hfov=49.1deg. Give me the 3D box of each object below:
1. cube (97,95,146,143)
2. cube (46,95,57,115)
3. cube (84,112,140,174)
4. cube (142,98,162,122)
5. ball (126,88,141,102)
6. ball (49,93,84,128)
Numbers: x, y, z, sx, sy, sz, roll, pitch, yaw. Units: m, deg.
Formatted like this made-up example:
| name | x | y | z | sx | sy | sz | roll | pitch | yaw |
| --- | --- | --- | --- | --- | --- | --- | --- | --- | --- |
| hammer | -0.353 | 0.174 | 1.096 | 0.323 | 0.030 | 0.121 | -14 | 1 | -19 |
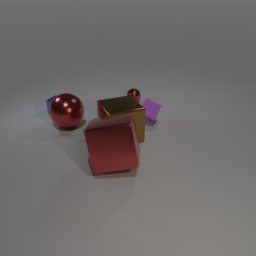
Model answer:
| name | x | y | z | sx | sy | sz | roll | pitch | yaw |
| --- | --- | --- | --- | --- | --- | --- | --- | --- | --- |
| cube | -0.271 | -0.259 | 10.500 | 1.400 | 1.400 | 1.400 | -11 | 31 | -20 |
| cube | -3.140 | -0.984 | 12.572 | 0.700 | 0.700 | 0.700 | 12 | 31 | 21 |
| cube | -0.430 | 0.433 | 8.716 | 1.400 | 1.400 | 1.400 | -8 | 16 | 7 |
| cube | 0.890 | -0.730 | 11.602 | 0.700 | 0.700 | 0.700 | 27 | -5 | 0 |
| ball | 0.274 | -1.589 | 13.689 | 0.700 | 0.700 | 0.700 | 0 | 29 | 0 |
| ball | -2.466 | -0.703 | 11.287 | 1.400 | 1.400 | 1.400 | 0 | 29 | 0 |
